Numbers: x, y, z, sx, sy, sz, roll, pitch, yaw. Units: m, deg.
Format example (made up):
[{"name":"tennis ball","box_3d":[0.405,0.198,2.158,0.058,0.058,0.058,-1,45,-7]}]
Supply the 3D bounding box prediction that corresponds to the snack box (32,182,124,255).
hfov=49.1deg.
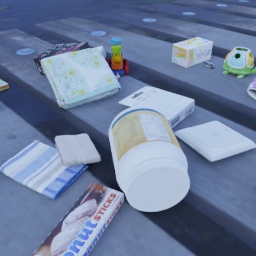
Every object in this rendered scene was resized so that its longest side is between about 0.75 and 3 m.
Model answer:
[{"name":"snack box","box_3d":[-1.148,2.413,6.602,0.989,0.334,2.751,16,38,21]}]

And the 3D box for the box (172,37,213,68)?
[{"name":"box","box_3d":[3.524,-4.186,15.410,2.024,1.026,1.138,-24,42,-30]}]

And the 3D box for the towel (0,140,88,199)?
[{"name":"towel","box_3d":[-2.528,1.160,8.464,2.239,0.267,1.644,19,40,25]}]

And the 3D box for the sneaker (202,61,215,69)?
[{"name":"sneaker","box_3d":[4.331,-3.381,14.979,0.759,0.292,0.323,36,38,30]}]

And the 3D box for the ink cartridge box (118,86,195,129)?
[{"name":"ink cartridge box","box_3d":[1.125,-0.855,11.159,2.410,0.570,1.929,22,40,34]}]

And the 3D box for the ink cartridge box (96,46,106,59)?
[{"name":"ink cartridge box","box_3d":[-2.611,-3.406,14.923,2.713,0.641,2.171,-13,34,11]}]

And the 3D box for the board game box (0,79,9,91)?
[{"name":"board game box","box_3d":[-6.665,-2.147,13.143,2.240,0.336,1.070,30,44,32]}]

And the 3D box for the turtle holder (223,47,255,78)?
[{"name":"turtle holder","box_3d":[5.646,-3.238,13.864,1.347,1.259,1.773,-18,38,-24]}]

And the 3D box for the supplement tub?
[{"name":"supplement tub","box_3d":[0.512,0.753,7.662,1.856,1.856,2.566,-5,36,-8]}]

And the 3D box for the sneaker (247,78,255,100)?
[{"name":"sneaker","box_3d":[6.227,-1.411,11.771,2.328,0.844,1.327,21,46,38]}]

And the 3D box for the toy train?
[{"name":"toy train","box_3d":[-0.533,-3.325,13.750,1.115,1.524,2.634,-2,35,-2]}]

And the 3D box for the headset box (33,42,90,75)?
[{"name":"headset box","box_3d":[-3.063,-3.398,13.717,2.481,0.931,1.844,9,43,35]}]

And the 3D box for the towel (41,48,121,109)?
[{"name":"towel","box_3d":[-2.000,-2.224,11.969,2.823,0.680,2.416,-20,73,-26]}]

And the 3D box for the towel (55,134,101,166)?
[{"name":"towel","box_3d":[-1.632,0.628,8.838,1.163,0.303,1.756,-5,25,-23]}]

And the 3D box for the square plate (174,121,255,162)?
[{"name":"square plate","box_3d":[2.916,0.306,9.451,1.969,0.283,1.988,-14,31,-23]}]
